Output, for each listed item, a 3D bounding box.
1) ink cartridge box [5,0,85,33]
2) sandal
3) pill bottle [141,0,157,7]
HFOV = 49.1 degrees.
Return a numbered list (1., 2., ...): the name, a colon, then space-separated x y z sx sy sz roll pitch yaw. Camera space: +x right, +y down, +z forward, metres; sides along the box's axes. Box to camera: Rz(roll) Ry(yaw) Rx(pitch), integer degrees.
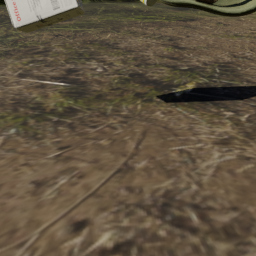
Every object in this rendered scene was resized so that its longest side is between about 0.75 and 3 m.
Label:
1. ink cartridge box: -2.585 -4.002 8.554 2.079 1.523 0.861 -15 8 7
2. sandal: 0.960 -1.589 3.108 1.385 0.395 0.550 6 72 7
3. pill bottle: 0.503 -4.533 9.253 0.573 0.573 1.015 -23 62 -35
